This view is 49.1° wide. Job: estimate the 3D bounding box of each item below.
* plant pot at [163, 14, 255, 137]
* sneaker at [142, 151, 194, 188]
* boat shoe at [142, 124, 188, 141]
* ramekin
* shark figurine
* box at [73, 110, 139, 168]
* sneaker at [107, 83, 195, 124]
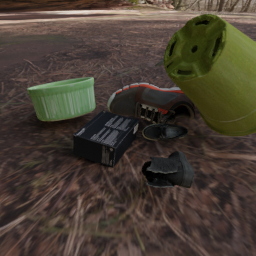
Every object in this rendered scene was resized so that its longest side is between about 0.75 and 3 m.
[{"bbox_3d":[2.049,-1.282,6.338,2.314,2.437,2.437,22,9,-40],"label":"plant pot"},{"bbox_3d":[0.665,0.730,5.195,0.878,0.506,1.684,9,8,-4],"label":"sneaker"},{"bbox_3d":[0.946,0.100,6.902,1.143,0.427,0.379,5,-6,-8],"label":"boat shoe"},{"bbox_3d":[-1.805,-0.830,7.931,1.849,0.903,1.849,-8,15,2],"label":"ramekin"},{"bbox_3d":[1.727,-1.170,8.571,2.596,1.083,1.551,43,32,5],"label":"shark figurine"},{"bbox_3d":[-0.484,0.197,6.606,1.030,0.576,1.459,18,31,15],"label":"box"},{"bbox_3d":[0.703,-0.567,7.649,2.497,0.962,1.023,-4,49,-6],"label":"sneaker"}]
